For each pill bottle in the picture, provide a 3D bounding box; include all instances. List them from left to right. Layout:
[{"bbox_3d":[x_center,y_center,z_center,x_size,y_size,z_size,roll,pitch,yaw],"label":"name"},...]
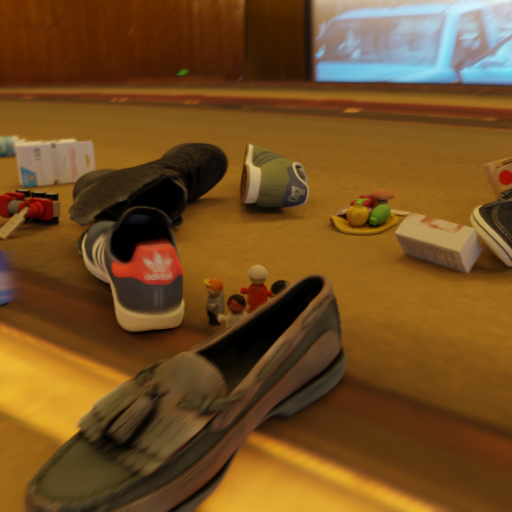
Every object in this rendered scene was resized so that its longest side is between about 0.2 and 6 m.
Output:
[{"bbox_3d":[-7.172,-3.137,16.102,0.997,0.552,0.552,-9,23,-21],"label":"pill bottle"}]

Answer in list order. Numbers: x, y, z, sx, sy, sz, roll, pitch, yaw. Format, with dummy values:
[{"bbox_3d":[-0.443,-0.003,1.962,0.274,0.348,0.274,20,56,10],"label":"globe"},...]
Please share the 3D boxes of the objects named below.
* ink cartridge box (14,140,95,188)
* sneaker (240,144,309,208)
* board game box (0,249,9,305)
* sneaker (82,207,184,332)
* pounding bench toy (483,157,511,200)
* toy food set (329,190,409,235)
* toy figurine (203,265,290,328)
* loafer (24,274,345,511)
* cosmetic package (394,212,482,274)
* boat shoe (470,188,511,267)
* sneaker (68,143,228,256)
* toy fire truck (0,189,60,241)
[{"bbox_3d":[-4.661,-2.179,13.048,1.655,0.958,0.552,-10,20,-26],"label":"ink cartridge box"},{"bbox_3d":[0.380,-1.601,11.699,1.361,1.016,3.031,8,19,-5],"label":"sneaker"},{"bbox_3d":[-5.099,0.192,7.065,3.325,0.744,2.236,16,26,33],"label":"board game box"},{"bbox_3d":[-1.581,-0.167,7.251,1.057,1.192,2.820,-6,25,-28],"label":"sneaker"},{"bbox_3d":[5.214,-1.125,10.306,1.090,1.755,1.369,-16,-6,-39],"label":"pounding bench toy"},{"bbox_3d":[2.053,-0.895,10.224,1.034,0.574,1.758,15,26,34],"label":"toy food set"},{"bbox_3d":[-0.096,0.532,6.431,0.895,0.632,0.909,-10,23,-25],"label":"toy figurine"},{"bbox_3d":[-0.402,1.021,4.590,1.172,1.026,3.263,17,27,37],"label":"loafer"},{"bbox_3d":[2.684,-0.210,8.279,1.088,0.563,0.475,24,69,44],"label":"cosmetic package"},{"bbox_3d":[4.054,-0.594,8.688,1.017,0.848,2.725,52,36,9],"label":"boat shoe"},{"bbox_3d":[-1.687,-1.116,10.099,3.955,1.188,2.063,-22,29,-34],"label":"sneaker"},{"bbox_3d":[-4.183,-0.739,9.863,1.015,0.742,1.153,9,13,21],"label":"toy fire truck"}]
